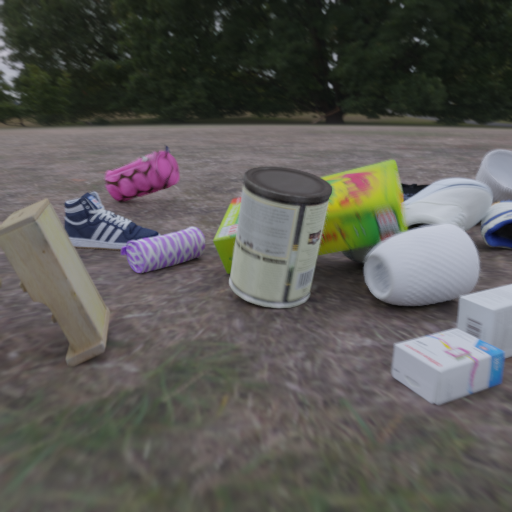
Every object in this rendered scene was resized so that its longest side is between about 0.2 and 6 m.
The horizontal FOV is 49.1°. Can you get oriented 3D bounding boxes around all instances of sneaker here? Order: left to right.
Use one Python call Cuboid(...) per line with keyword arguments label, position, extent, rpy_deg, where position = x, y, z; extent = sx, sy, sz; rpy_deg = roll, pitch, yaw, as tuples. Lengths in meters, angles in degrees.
Cuboid(label="sneaker", position=(-2.743, -0.666, 10.534), extent=(1.866, 1.012, 0.654), rpy_deg=(1, 17, 5))
Cuboid(label="sneaker", position=(3.054, -0.443, 9.771), extent=(3.329, 1.216, 1.179), rpy_deg=(-20, 35, -23))
Cuboid(label="sneaker", position=(5.383, -0.359, 10.025), extent=(2.599, 0.978, 1.145), rpy_deg=(3, 27, 31))

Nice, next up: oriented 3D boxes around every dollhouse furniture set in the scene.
Cuboid(label="dollhouse furniture set", position=(-3.126, 0.674, 6.200), extent=(2.455, 1.631, 2.152), rpy_deg=(-24, 19, -4))

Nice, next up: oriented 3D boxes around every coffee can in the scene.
Cuboid(label="coffee can", position=(0.304, -0.273, 7.745), extent=(1.194, 1.632, 1.194), rpy_deg=(8, 25, -4))

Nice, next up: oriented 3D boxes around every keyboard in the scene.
Cuboid(label="keyboard", position=(3.673, -1.345, 13.863), extent=(3.907, 0.501, 2.346), rpy_deg=(9, 25, 26))

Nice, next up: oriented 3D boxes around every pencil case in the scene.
Cuboid(label="pencil case", position=(-2.977, -2.041, 14.315), extent=(2.100, 0.953, 0.984), rpy_deg=(-15, -26, 33))
Cuboid(label="pencil case", position=(-1.512, -0.131, 9.456), extent=(1.403, 0.589, 0.600), rpy_deg=(-16, 43, -44))

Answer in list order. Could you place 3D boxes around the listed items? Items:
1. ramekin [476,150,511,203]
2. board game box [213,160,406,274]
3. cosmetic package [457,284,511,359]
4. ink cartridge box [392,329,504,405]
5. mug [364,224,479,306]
Cuboid(label="ramekin", position=(5.443, -1.675, 12.305), extent=(1.210, 0.635, 1.210), rpy_deg=(5, 54, -7))
Cuboid(label="board game box", position=(0.880, -0.630, 9.033), extent=(2.879, 0.686, 1.463), rpy_deg=(-12, 28, 19))
Cuboid(label="cosmetic package", position=(2.902, 0.736, 6.427), extent=(1.206, 0.681, 0.489), rpy_deg=(-8, 19, -29))
Cuboid(label="ink cartridge box", position=(1.935, 1.101, 5.687), extent=(0.904, 0.383, 0.653), rpy_deg=(-10, 20, -26))
Cuboid(label="mug", position=(2.114, 0.209, 7.831), extent=(1.259, 1.060, 1.436), rpy_deg=(-10, -9, -23))
